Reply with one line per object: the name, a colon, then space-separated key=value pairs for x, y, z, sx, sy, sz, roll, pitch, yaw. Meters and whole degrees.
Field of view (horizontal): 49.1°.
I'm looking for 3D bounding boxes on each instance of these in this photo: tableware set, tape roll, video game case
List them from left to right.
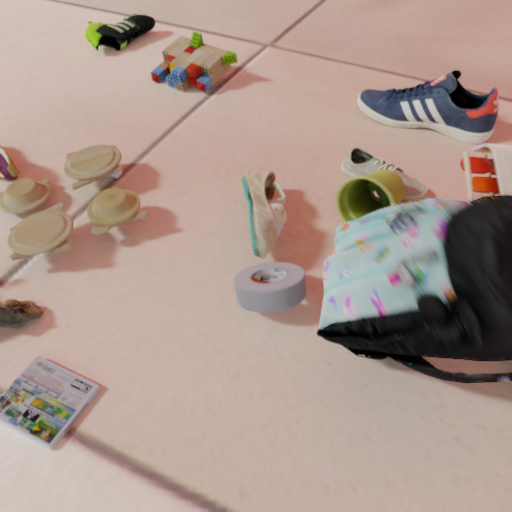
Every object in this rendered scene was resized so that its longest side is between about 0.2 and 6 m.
video game case: x=-2.915 y=1.991 z=7.704 sx=1.137 sy=0.125 sz=1.036 roll=20 pitch=49 yaw=18
tableware set: x=-3.412 y=-1.048 z=10.216 sx=2.458 sy=0.341 sz=2.943 roll=-23 pitch=46 yaw=-14
tape roll: x=0.218 y=0.473 z=8.739 sx=1.114 sy=0.368 sz=1.114 roll=-7 pitch=20 yaw=2

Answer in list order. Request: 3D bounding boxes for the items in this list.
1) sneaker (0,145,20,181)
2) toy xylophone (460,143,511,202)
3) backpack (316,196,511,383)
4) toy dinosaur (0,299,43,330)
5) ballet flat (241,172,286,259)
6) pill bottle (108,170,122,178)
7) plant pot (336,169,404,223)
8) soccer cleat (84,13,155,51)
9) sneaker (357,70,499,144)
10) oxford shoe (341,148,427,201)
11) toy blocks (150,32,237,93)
sneaker: x=-5.535 y=-1.852 z=11.162 sx=2.037 sy=0.763 sz=0.918 roll=30 pitch=61 yaw=34
toy xylophone: x=3.897 y=-0.911 z=8.893 sx=1.633 sy=0.560 sz=2.231 roll=9 pitch=70 yaw=-13
backpack: x=2.272 y=0.399 z=7.068 sx=2.680 sy=3.211 sz=2.033 roll=23 pitch=69 yaw=-27
toy dinosaur: x=-5.058 y=0.827 z=8.462 sx=3.327 sy=0.790 sz=1.466 roll=-16 pitch=54 yaw=-11
ballet flat: x=0.184 y=-0.855 z=9.828 sx=0.733 sy=0.793 sz=2.351 roll=-10 pitch=40 yaw=1
pill bottle: x=-3.010 y=-1.802 z=11.272 sx=0.609 sy=0.338 sz=0.338 roll=28 pitch=51 yaw=12
plant pot: x=2.176 y=-1.077 z=10.196 sx=1.111 sy=1.111 sz=1.021 roll=26 pitch=39 yaw=24
soccer cleat: x=-3.655 y=-6.092 z=15.416 sx=2.102 sy=0.710 sz=0.852 roll=-24 pitch=76 yaw=-28
sneaker: x=3.783 y=-3.507 z=12.327 sx=3.054 sy=1.290 sz=1.145 roll=16 pitch=47 yaw=16
oxford shoe: x=2.497 y=-1.613 z=11.000 sx=1.820 sy=0.526 sz=0.684 roll=30 pitch=50 yaw=24
toy blocks: x=-1.670 y=-4.652 z=13.834 sx=2.051 sy=1.025 sz=1.402 roll=27 pitch=62 yaw=25
